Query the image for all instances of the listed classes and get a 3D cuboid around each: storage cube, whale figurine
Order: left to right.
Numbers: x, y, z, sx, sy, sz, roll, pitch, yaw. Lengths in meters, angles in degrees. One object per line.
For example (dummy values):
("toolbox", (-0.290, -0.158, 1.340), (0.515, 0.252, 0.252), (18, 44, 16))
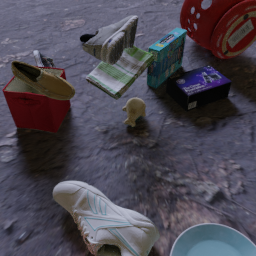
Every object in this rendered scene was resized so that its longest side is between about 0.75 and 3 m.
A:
("storage cube", (-2.869, -0.967, 9.174), (1.469, 1.545, 1.719), (7, 43, 8))
("whale figurine", (0.202, -0.502, 9.524), (0.837, 0.546, 1.052), (15, 69, 8))

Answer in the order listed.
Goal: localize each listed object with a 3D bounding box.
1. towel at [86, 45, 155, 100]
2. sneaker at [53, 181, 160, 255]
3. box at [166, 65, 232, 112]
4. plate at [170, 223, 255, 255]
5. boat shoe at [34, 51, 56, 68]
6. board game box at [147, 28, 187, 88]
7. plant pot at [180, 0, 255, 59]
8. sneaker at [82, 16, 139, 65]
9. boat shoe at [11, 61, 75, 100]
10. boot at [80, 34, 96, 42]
("towel", (-0.280, -2.041, 9.467), (1.516, 0.312, 2.032), (34, 75, 23))
("sneaker", (-0.727, 2.111, 6.328), (2.776, 0.976, 1.113), (23, 51, 22))
("box", (2.584, -1.512, 10.353), (1.913, 0.754, 1.350), (-20, 44, -19))
("plate", (1.902, 3.021, 5.862), (2.102, 0.269, 2.102), (0, 44, 0))
("boat shoe", (-3.329, -2.553, 11.425), (0.694, 0.750, 2.031), (-20, 47, -15))
("board game box", (1.524, -2.796, 11.081), (0.496, 1.595, 2.113), (26, 49, 25))
("plant pot", (4.191, -4.706, 12.275), (2.954, 2.954, 2.689), (-19, 55, -19))
("sneaker", (-0.446, -2.959, 8.759), (1.119, 1.019, 2.728), (20, 39, 11))
("boat shoe", (-2.333, -1.302, 7.675), (1.837, 0.700, 0.658), (21, 79, -8))
("boot", (-1.720, -4.144, 13.408), (1.087, 0.402, 0.891), (-7, 44, -13))
